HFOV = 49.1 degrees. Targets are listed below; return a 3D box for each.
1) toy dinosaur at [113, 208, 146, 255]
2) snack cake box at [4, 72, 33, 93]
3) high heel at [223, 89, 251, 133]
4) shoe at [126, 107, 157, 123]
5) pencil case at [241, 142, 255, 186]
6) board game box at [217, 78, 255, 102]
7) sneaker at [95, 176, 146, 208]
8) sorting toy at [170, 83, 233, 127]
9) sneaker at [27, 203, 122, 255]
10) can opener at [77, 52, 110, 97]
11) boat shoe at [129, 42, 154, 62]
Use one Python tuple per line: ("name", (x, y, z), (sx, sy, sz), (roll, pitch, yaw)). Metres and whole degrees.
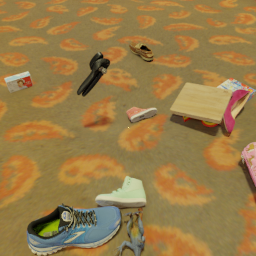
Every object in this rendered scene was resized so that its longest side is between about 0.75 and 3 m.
("toy dinosaur", (0.367, 3.188, 8.064), (1.664, 0.873, 1.510), (-1, 74, -55))
("snack cake box", (-5.188, -2.193, 13.355), (1.138, 0.654, 0.382), (-22, 50, -21))
("high heel", (4.546, -0.731, 11.601), (1.069, 0.751, 2.229), (-8, 41, 28))
("shoe", (0.582, -0.706, 12.036), (1.273, 0.455, 0.579), (-21, 54, -15))
("pencil case", (4.647, 1.643, 9.362), (1.056, 1.011, 2.441), (-35, 38, 28))
("board game box", (4.918, -1.633, 12.991), (1.382, 0.386, 1.353), (-33, 53, -28))
("sneaker", (-0.260, 2.077, 9.191), (1.635, 0.602, 0.964), (3, 50, -11))
("sorting toy", (3.128, -0.926, 11.937), (2.060, 0.717, 2.047), (15, 48, 25))
("sneaker", (-1.518, 2.811, 8.041), (2.787, 1.242, 1.095), (-12, 47, -12))
("can opener", (-1.260, -1.851, 10.234), (0.578, 1.823, 0.717), (14, 34, -36))
("boat shoe", (0.781, -4.366, 15.468), (0.699, 0.682, 1.848), (-30, 53, -26))
